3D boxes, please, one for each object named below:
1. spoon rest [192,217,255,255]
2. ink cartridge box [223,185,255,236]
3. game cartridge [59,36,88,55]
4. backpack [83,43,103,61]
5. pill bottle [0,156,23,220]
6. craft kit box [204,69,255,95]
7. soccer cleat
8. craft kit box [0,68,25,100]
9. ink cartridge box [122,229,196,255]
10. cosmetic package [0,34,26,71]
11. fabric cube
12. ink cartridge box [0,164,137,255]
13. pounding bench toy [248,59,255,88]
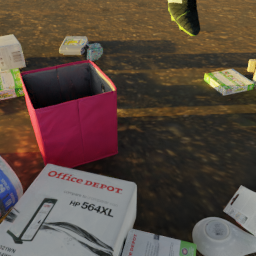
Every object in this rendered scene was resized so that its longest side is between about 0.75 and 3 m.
[{"bbox_3d":[2.130,2.071,5.290,1.788,0.542,0.888,-6,34,14],"label":"spoon rest"},{"bbox_3d":[2.518,1.685,5.414,0.720,0.333,1.322,-53,18,-3],"label":"ink cartridge box"},{"bbox_3d":[-2.479,-3.919,13.201,1.164,0.353,1.746,3,37,-2],"label":"game cartridge"},{"bbox_3d":[-1.445,-3.277,12.052,0.764,0.678,0.575,-24,60,-28],"label":"backpack"},{"bbox_3d":[-3.411,1.661,4.778,1.631,1.631,2.867,18,43,22],"label":"pill bottle"},{"bbox_3d":[3.707,-1.720,10.340,1.270,0.312,1.286,-10,38,-17],"label":"craft kit box"},{"bbox_3d":[1.524,-3.589,7.631,0.777,0.933,2.302,-2,66,-35],"label":"soccer cleat"},{"bbox_3d":[-4.614,-1.539,10.035,1.657,0.407,1.678,-18,41,-18],"label":"craft kit box"},{"bbox_3d":[0.504,2.357,4.796,1.210,0.508,0.880,9,38,12],"label":"ink cartridge box"},{"bbox_3d":[-4.949,-3.077,11.478,1.033,1.039,1.242,-20,41,-23],"label":"cosmetic package"},{"bbox_3d":[-1.461,-0.352,7.183,1.947,1.941,1.910,-17,39,-20],"label":"fabric cube"},{"bbox_3d":[-1.120,2.010,4.740,1.950,1.126,2.671,10,38,13],"label":"ink cartridge box"},{"bbox_3d":[5.334,-1.993,9.988,1.423,1.133,1.824,-5,38,-6],"label":"pounding bench toy"}]
